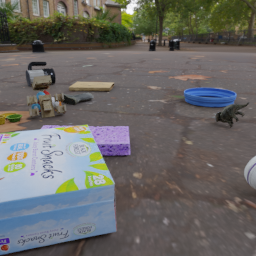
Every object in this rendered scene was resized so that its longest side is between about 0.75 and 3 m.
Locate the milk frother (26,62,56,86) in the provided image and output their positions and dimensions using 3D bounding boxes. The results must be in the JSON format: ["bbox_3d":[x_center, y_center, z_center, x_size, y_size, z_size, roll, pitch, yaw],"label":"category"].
[{"bbox_3d":[-5.419,-3.097,17.048,1.531,1.469,1.628,-11,-21,-30],"label":"milk frother"}]

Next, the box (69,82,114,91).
[{"bbox_3d":[-2.007,-2.374,15.916,2.256,0.240,1.844,1,19,5],"label":"box"}]

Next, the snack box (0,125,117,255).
[{"bbox_3d":[-1.709,0.895,5.216,2.452,0.984,2.907,-6,21,-14],"label":"snack box"}]

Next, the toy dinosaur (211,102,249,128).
[{"bbox_3d":[3.395,-0.462,9.333,0.688,1.345,0.518,46,45,5],"label":"toy dinosaur"}]

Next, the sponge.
[{"bbox_3d":[-1.241,0.324,7.810,2.611,0.389,1.456,0,19,0],"label":"sponge"}]

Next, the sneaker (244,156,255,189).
[{"bbox_3d":[3.547,1.084,4.752,2.755,0.999,1.571,3,22,9],"label":"sneaker"}]

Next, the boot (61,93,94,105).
[{"bbox_3d":[-2.363,-1.432,12.855,1.114,0.445,1.225,24,34,22],"label":"boot"}]

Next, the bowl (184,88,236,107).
[{"bbox_3d":[3.709,-1.412,12.781,2.303,0.452,2.303,0,19,0],"label":"bowl"}]

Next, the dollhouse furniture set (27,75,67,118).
[{"bbox_3d":[-3.182,-1.116,10.692,1.301,1.484,0.986,-9,-5,-22],"label":"dollhouse furniture set"}]

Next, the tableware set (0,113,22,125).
[{"bbox_3d":[-4.935,-0.532,10.387,1.525,0.347,2.264,-15,24,-38],"label":"tableware set"}]

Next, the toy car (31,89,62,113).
[{"bbox_3d":[-3.175,-0.934,11.179,1.064,0.941,0.981,24,5,-15],"label":"toy car"}]
